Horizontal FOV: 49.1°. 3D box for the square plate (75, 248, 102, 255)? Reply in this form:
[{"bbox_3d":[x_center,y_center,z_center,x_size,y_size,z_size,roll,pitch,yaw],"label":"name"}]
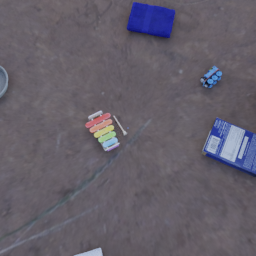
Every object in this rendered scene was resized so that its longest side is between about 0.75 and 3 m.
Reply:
[{"bbox_3d":[-1.028,3.795,7.642,0.792,0.114,0.799,-15,69,-5],"label":"square plate"}]

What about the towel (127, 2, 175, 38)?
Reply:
[{"bbox_3d":[0.875,-4.071,10.653,1.693,0.420,1.250,12,76,5],"label":"towel"}]

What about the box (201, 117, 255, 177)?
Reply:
[{"bbox_3d":[3.534,0.658,8.760,2.133,0.346,1.292,24,71,11],"label":"box"}]

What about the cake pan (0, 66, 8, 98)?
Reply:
[{"bbox_3d":[-4.887,-1.515,9.660,1.579,0.290,1.579,0,69,0],"label":"cake pan"}]

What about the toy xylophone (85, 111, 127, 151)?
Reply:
[{"bbox_3d":[-0.671,0.056,9.005,1.008,0.346,1.376,-34,73,-13],"label":"toy xylophone"}]

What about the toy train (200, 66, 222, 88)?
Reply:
[{"bbox_3d":[2.890,-1.758,9.742,0.830,0.360,0.474,-40,65,-12],"label":"toy train"}]
